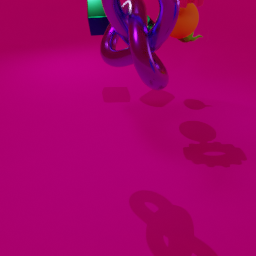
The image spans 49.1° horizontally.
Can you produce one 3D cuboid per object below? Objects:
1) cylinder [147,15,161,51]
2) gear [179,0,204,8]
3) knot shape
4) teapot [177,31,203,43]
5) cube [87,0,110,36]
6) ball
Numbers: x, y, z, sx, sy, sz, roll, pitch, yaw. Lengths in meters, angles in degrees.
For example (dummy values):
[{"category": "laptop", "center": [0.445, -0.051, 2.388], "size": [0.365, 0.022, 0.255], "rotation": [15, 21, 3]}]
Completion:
[{"category": "cylinder", "center": [0.640, -3.278, 9.815], "size": [0.963, 0.963, 0.963], "rotation": [30, 8, -42]}, {"category": "gear", "center": [1.437, -3.598, 6.774], "size": [1.543, 0.285, 1.543], "rotation": [-1, 67, 3]}, {"category": "knot shape", "center": [0.196, -1.511, 4.824], "size": [0.924, 1.871, 2.000], "rotation": [-22, -4, -21]}, {"category": "teapot", "center": [1.904, -3.235, 9.357], "size": [1.218, 0.596, 0.757], "rotation": [38, 5, 9]}, {"category": "cube", "center": [-0.950, -3.970, 10.011], "size": [0.905, 0.905, 0.905], "rotation": [-4, 67, -1]}, {"category": "ball", "center": [1.448, -3.055, 7.849], "size": [1.040, 1.040, 1.040], "rotation": [0, 32, 0]}]
